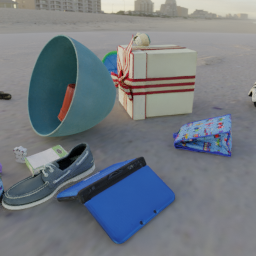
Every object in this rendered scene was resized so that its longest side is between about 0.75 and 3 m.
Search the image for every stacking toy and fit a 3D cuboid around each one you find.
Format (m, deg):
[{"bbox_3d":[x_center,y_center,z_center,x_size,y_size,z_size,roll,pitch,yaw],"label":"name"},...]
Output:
[{"bbox_3d":[-3.423,0.816,6.529,1.767,0.415,1.332,6,24,16],"label":"stacking toy"}]

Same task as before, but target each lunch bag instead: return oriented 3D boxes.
[{"bbox_3d":[2.024,0.182,7.774,1.595,0.750,1.200,-1,24,22],"label":"lunch bag"}]

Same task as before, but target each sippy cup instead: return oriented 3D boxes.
[{"bbox_3d":[-0.235,-2.924,13.908,2.208,1.734,1.618,35,26,21],"label":"sippy cup"}]

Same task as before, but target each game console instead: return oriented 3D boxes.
[{"bbox_3d":[-0.234,1.364,5.556,1.748,1.034,1.492,-23,1,-43],"label":"game console"}]

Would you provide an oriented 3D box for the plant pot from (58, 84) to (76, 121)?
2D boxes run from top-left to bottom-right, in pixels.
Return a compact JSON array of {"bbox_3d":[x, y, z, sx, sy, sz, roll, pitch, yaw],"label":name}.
[{"bbox_3d":[-1.504,-0.733,8.446,1.062,1.033,1.062,12,21,-5],"label":"plant pot"}]

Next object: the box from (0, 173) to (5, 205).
[{"bbox_3d":[-3.812,0.510,5.325,2.789,1.905,0.526,6,24,14],"label":"box"}]

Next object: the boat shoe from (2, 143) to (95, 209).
[{"bbox_3d":[-1.623,0.926,5.898,0.787,0.668,2.162,24,35,39],"label":"boat shoe"}]

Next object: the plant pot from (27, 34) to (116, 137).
[{"bbox_3d":[-1.507,-1.088,8.470,1.935,2.873,2.873,9,12,-43],"label":"plant pot"}]

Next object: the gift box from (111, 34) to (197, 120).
[{"bbox_3d":[0.769,-2.003,10.252,2.591,2.775,2.561,-7,19,-13],"label":"gift box"}]

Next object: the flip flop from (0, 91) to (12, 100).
[{"bbox_3d":[-5.256,-1.395,11.729,0.916,0.372,0.264,9,29,10],"label":"flip flop"}]

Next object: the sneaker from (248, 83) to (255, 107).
[{"bbox_3d":[5.211,-1.097,10.114,1.075,1.245,2.841,35,22,-4],"label":"sneaker"}]

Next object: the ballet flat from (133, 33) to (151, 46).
[{"bbox_3d":[0.446,-3.168,10.157,0.488,0.488,1.404,-4,21,-9],"label":"ballet flat"}]

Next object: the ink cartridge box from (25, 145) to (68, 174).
[{"bbox_3d":[-1.955,0.763,6.782,0.907,0.218,0.660,-20,29,-28],"label":"ink cartridge box"}]
